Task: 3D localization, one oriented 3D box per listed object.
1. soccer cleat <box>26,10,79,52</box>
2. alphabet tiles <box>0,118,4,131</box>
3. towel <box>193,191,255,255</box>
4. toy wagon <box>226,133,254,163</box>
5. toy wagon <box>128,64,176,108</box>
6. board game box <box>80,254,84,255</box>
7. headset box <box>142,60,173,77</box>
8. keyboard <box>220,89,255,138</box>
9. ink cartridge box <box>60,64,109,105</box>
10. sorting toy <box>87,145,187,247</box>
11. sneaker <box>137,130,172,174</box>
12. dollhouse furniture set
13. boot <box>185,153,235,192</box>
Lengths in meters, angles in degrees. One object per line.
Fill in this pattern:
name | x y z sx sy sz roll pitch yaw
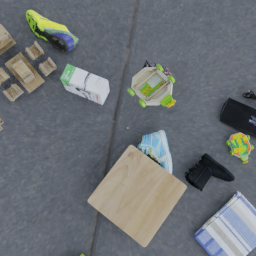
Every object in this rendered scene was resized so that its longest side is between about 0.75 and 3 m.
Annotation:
soccer cleat | -3.308 -4.271 12.188 2.672 0.864 1.118 39 56 12
alphabet tiles | -5.700 -0.056 11.433 1.148 0.036 0.955 -43 80 -10
towel | 3.862 3.818 10.349 2.476 0.295 1.818 -41 81 -7
toy wagon | 4.494 0.803 11.114 0.937 0.239 1.208 -16 76 -4
toy wagon | 0.895 -1.262 9.289 1.380 0.352 1.778 -40 65 -3
board game box | -1.916 5.632 9.784 1.044 0.489 2.055 38 79 9
headset box | 1.176 -2.101 10.704 1.086 0.407 0.807 14 32 -21
keyboard | 5.255 -0.485 11.344 2.767 0.285 1.758 27 84 9
ink cartridge box | -1.681 -1.713 11.216 1.720 1.255 0.723 23 77 5
sorting toy | 0.335 2.441 10.362 2.571 0.900 2.587 37 79 8
sneaker | 1.000 1.041 10.823 1.201 0.732 1.840 -9 67 -4
dollhouse furniture set | -4.626 -2.694 11.611 2.266 1.718 2.586 -40 101 -9
boot | 3.070 1.859 10.679 1.566 0.580 1.283 40 77 16
